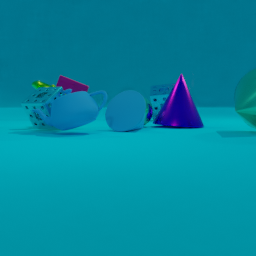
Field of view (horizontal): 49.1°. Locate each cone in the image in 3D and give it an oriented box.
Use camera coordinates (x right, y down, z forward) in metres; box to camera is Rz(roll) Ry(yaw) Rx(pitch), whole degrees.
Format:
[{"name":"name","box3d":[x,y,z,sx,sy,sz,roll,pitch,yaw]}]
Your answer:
[{"name":"cone","box3d":[1.642,-0.900,8.896,1.628,1.634,1.628,3,4,0]},{"name":"cone","box3d":[2.905,-0.544,6.549,1.675,1.669,1.669,-17,15,-41]},{"name":"cone","box3d":[0.180,-0.237,7.847,1.198,1.198,1.202,3,-21,30]}]

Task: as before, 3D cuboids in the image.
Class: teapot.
[{"name":"teapot","box3d":[-1.353,-0.455,6.618,1.848,0.905,1.149,-19,-2,0]}]

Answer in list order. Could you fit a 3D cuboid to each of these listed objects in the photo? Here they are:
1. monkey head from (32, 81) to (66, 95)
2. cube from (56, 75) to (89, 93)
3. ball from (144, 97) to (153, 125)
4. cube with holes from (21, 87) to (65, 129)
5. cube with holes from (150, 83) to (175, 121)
[{"name":"monkey head","box3d":[-2.335,-0.685,8.379,1.428,1.196,1.985,25,-1,-43]},{"name":"cube","box3d":[-2.599,-1.677,12.764,1.012,1.012,1.012,24,6,30]},{"name":"ball","box3d":[0.311,-0.527,8.886,0.983,0.983,0.983,0,5,0]},{"name":"cube with holes","box3d":[-2.082,-0.529,7.266,0.779,0.779,0.779,3,39,26]},{"name":"cube with holes","box3d":[1.627,-1.150,12.245,1.176,1.176,1.176,-5,29,9]}]
